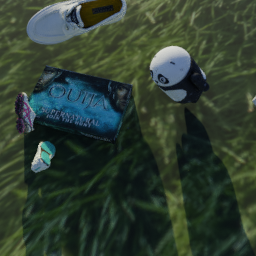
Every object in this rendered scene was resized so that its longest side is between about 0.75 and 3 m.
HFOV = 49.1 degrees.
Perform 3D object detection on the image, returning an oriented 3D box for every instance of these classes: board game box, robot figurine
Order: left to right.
[{"bbox_3d":[-1.350,-0.698,7.682,2.626,0.370,1.776,14,64,7],"label":"board game box"},{"bbox_3d":[1.304,-1.282,7.150,1.318,1.755,1.095,-20,57,31],"label":"robot figurine"}]

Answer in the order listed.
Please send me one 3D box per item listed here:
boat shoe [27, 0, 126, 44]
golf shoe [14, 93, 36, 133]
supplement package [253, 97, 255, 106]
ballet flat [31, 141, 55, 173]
[{"bbox_3d":[-1.471,-3.104,7.900,2.984,1.042,1.058,-13,106,0],"label":"boat shoe"},{"bbox_3d":[-2.589,-0.393,7.091,0.371,1.022,0.471,13,17,39],"label":"golf shoe"},{"bbox_3d":[4.366,-0.281,6.688,1.275,1.279,2.180,-6,57,-27],"label":"supplement package"},{"bbox_3d":[-2.047,0.677,6.630,0.465,1.297,0.465,-2,105,-6],"label":"ballet flat"}]
